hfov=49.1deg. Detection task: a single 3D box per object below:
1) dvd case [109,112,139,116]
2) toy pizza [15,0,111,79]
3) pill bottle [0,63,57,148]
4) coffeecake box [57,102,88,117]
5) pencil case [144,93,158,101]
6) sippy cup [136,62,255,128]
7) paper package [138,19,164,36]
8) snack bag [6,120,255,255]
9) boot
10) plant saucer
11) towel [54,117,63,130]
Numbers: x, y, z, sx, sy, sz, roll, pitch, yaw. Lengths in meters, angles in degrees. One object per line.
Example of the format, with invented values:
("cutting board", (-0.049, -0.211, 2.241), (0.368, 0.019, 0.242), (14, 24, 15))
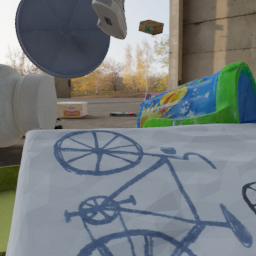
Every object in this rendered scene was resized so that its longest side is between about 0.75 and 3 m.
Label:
("dvd case", (-0.166, -0.634, 12.860), (1.232, 0.136, 0.899), (2, 8, 7))
("toy pizza", (-1.958, -3.019, 8.743), (2.961, 2.961, 0.469), (-4, 5, -25))
("pill bottle", (-2.986, -0.435, 5.467), (2.933, 1.647, 1.647), (0, 7, 3))
("coffeecake box", (-2.586, -0.841, 12.544), (1.281, 0.610, 1.668), (0, 7, 3))
("pencil case", (1.765, -0.648, 9.530), (2.597, 1.135, 1.135), (2, 8, 18))
("sippy cup", (0.910, 0.001, 3.668), (1.385, 1.484, 1.890), (-8, -36, 34))
("paper package", (0.916, -3.961, 11.020), (0.782, 0.405, 0.746), (28, 39, 28))
("snack bag", (0.620, 0.498, 1.574), (2.466, 0.264, 2.325), (-3, 24, -16))
("boot", (-0.230, -3.029, 6.870), (0.871, 1.132, 2.369), (25, 1, -1))
("plant saucer", (-0.909, 0.662, 2.347), (1.816, 0.282, 1.816), (1, 7, 0))
("towel", (-3.237, -0.119, 7.828), (2.289, 0.411, 2.377), (-5, 10, -35))
